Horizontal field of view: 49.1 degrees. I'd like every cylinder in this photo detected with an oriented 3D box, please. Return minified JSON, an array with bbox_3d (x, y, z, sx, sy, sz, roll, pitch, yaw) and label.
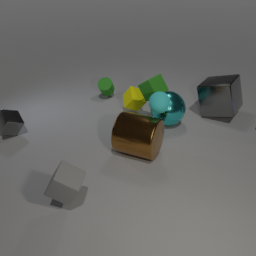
[{"bbox_3d":[-1.050,-2.003,13.553,0.700,0.700,0.700,5,-14,9],"label":"cylinder"},{"bbox_3d":[0.351,0.245,9.408,1.400,1.400,1.400,13,32,21],"label":"cylinder"}]

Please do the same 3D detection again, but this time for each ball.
[{"bbox_3d":[1.596,-0.780,11.212,1.400,1.400,1.400,0,30,0],"label":"ball"},{"bbox_3d":[1.026,-0.833,9.123,0.700,0.700,0.700,0,30,0],"label":"ball"}]

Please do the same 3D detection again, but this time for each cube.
[{"bbox_3d":[0.941,-1.508,10.481,0.700,0.700,0.700,-34,10,-34],"label":"cube"},{"bbox_3d":[-4.443,-0.196,10.474,0.700,0.700,0.700,2,45,-53],"label":"cube"},{"bbox_3d":[-1.593,1.393,7.110,0.700,0.700,0.700,28,34,-12],"label":"cube"},{"bbox_3d":[0.273,-1.246,11.947,0.700,0.700,0.700,11,55,-29],"label":"cube"},{"bbox_3d":[3.907,-1.357,11.861,1.400,1.400,1.400,2,27,37],"label":"cube"}]
